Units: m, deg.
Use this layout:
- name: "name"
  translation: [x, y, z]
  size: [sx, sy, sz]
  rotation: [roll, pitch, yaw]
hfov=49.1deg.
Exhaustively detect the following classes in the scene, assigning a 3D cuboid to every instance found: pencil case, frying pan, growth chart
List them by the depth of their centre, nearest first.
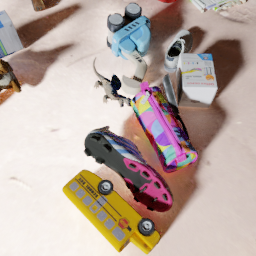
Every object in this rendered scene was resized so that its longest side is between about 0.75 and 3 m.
- name: "pencil case"
  translation: [0.932, -0.028, 7.899]
  size: [1.139, 1.139, 2.578]
  rotation: [-21, 62, -12]
- name: "frying pan"
  translation: [1.424, -0.636, 8.518]
  size: [0.343, 1.274, 2.106]
  rotation: [-15, 103, 10]
- name: "growth chart"
  translation: [3.641, -5.368, 11.610]
  size: [2.166, 0.192, 1.567]
  rotation: [-18, 61, -11]

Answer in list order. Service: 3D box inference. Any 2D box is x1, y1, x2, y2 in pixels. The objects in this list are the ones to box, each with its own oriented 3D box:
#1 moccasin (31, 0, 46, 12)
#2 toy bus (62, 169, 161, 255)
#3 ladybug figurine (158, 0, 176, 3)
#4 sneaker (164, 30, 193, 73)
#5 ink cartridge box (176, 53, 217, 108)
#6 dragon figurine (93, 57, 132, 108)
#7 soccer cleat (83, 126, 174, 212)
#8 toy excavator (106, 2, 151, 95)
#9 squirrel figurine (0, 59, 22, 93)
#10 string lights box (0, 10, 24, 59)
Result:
- name: "moccasin"
  translation: [-3.703, -5.435, 11.420]
  size: [0.613, 0.581, 1.589]
  rotation: [-17, 61, -11]
- name: "toy bus"
  translation: [-0.401, 2.081, 6.790]
  size: [2.497, 0.813, 0.978]
  rotation: [40, 67, 21]
- name: "ladybug figurine"
  translation: [1.377, -5.909, 11.503]
  size: [1.661, 0.880, 2.447]
  rotation: [-26, 60, -16]
- name: "sneaker"
  translation: [1.830, -2.844, 9.789]
  size: [0.742, 0.719, 2.031]
  rotation: [18, 61, 10]
- name: "ink cartridge box"
  translation: [2.103, -1.481, 8.797]
  size: [1.031, 1.013, 1.400]
  rotation: [2, 59, 1]
- name: "dragon figurine"
  translation: [-0.494, -1.174, 7.716]
  size: [1.612, 0.475, 0.802]
  rotation: [59, 32, -8]
- name: "soccer cleat"
  translation: [0.152, 0.929, 7.374]
  size: [2.856, 0.998, 1.233]
  rotation: [41, 31, 8]
- name: "toy excavator"
  translation: [0.182, -2.638, 9.498]
  size: [2.455, 1.261, 2.525]
  rotation: [-40, 76, -20]
- name: "squirrel figurine"
  translation: [-4.414, -1.552, 8.977]
  size: [1.443, 1.094, 1.546]
  rotation: [-29, 46, -5]
- name: "string lights box"
  translation: [-4.995, -2.850, 9.471]
  size: [2.471, 1.270, 0.729]
  rotation: [-29, 63, -16]
